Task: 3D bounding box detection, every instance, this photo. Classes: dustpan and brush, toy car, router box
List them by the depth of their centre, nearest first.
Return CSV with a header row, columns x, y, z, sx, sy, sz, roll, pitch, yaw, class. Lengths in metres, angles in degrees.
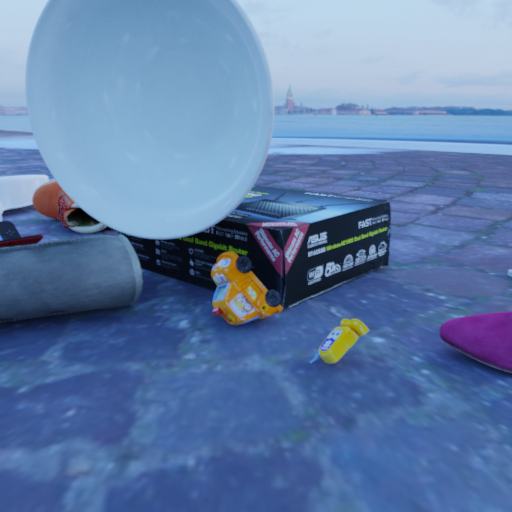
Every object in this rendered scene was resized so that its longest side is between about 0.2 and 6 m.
x,y,z,sx,sy,sz,roll,pitch,yaw,class
0.138,0.578,6.416,0.716,1.056,2.153,-44,28,-22,toy car
-0.074,-0.395,9.434,3.776,1.173,2.829,13,20,40,router box
-6.464,-1.389,13.860,2.688,1.102,3.851,-7,10,-19,dustpan and brush

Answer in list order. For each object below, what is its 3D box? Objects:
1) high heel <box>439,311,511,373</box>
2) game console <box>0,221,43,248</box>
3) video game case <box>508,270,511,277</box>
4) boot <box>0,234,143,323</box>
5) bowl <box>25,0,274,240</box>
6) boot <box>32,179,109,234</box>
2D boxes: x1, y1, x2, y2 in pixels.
x,y,z,sx,sy,sz,roll,pitch,yaw,class
3.442,0.503,5.669,2.958,1.422,0.997,4,16,13,high heel
-4.659,-0.331,9.469,1.584,0.940,1.365,-13,51,-41,game console
4.640,0.356,8.711,1.005,0.116,0.916,-4,15,-13,video game case
-3.167,0.506,6.455,3.669,1.331,3.336,2,16,-20,boot
-1.188,-2.072,7.559,3.465,3.465,1.557,5,19,19,bowl
-4.111,-1.111,12.524,2.785,1.045,1.493,7,22,20,boot
